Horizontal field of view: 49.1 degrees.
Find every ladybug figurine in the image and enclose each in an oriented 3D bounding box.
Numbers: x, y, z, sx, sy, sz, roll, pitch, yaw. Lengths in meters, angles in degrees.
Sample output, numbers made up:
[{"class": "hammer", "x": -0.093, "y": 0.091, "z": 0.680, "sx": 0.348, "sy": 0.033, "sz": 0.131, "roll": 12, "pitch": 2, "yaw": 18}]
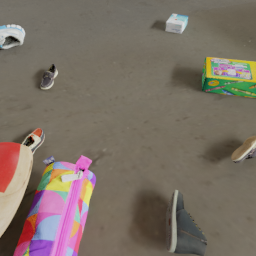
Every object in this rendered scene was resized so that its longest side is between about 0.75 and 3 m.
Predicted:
[{"class": "ladybug figurine", "x": -2.921, "y": 1.233, "z": 5.868, "sx": 1.971, "sy": 1.045, "sz": 2.904, "roll": -45, "pitch": 26, "yaw": 13}]

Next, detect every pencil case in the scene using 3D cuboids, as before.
[{"class": "pencil case", "x": -1.460, "y": 1.997, "z": 5.518, "sx": 1.320, "sy": 1.320, "sz": 2.987, "roll": 4, "pitch": 47, "yaw": 4}]

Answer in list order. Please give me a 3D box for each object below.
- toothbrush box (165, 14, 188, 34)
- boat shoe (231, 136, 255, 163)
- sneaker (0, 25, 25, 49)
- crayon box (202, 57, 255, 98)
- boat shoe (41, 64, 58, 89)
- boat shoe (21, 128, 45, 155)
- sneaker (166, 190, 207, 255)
[{"class": "toothbrush box", "x": 2.351, "y": -5.028, "z": 13.473, "sx": 0.805, "sy": 0.469, "sz": 1.100, "roll": 17, "pitch": 48, "yaw": 17}, {"class": "boat shoe", "x": 3.245, "y": 0.638, "z": 7.557, "sx": 1.276, "sy": 0.413, "sz": 0.459, "roll": -33, "pitch": 8, "yaw": -38}, {"class": "sneaker", "x": -5.663, "y": -3.783, "z": 11.910, "sx": 2.463, "sy": 0.923, "sz": 1.067, "roll": -12, "pitch": 50, "yaw": -12}, {"class": "crayon box", "x": 3.851, "y": -1.805, "z": 9.962, "sx": 2.292, "sy": 0.668, "sz": 1.362, "roll": 8, "pitch": 44, "yaw": 8}, {"class": "boat shoe", "x": -2.909, "y": -1.894, "z": 10.246, "sx": 0.457, "sy": 0.411, "sz": 1.269, "roll": 6, "pitch": 44, "yaw": 6}, {"class": "boat shoe", "x": -2.724, "y": 0.385, "z": 7.905, "sx": 0.425, "sy": 0.374, "sz": 1.195, "roll": 8, "pitch": 43, "yaw": 11}, {"class": "sneaker", "x": 1.266, "y": 2.073, "z": 6.127, "sx": 0.771, "sy": 0.543, "sz": 1.451, "roll": 14, "pitch": 44, "yaw": -3}]
